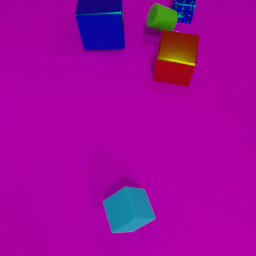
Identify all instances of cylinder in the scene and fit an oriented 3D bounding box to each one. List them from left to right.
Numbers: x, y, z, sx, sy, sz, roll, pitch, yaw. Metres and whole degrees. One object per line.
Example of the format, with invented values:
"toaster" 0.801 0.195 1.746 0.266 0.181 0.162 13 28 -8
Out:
"cylinder" 1.071 -3.439 8.824 0.722 0.722 0.722 10 62 -25

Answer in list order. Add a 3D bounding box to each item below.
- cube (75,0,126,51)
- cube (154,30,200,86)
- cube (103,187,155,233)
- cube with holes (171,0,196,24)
"cube" -0.796 -3.420 8.771 1.355 1.355 1.355 -2 58 3
"cube" 1.429 -2.069 8.373 1.105 1.105 1.105 10 67 5
"cube" 0.020 1.893 6.474 0.762 0.762 0.762 -38 55 25
"cube with holes" 1.888 -4.168 9.576 0.756 0.756 0.756 9 65 4
